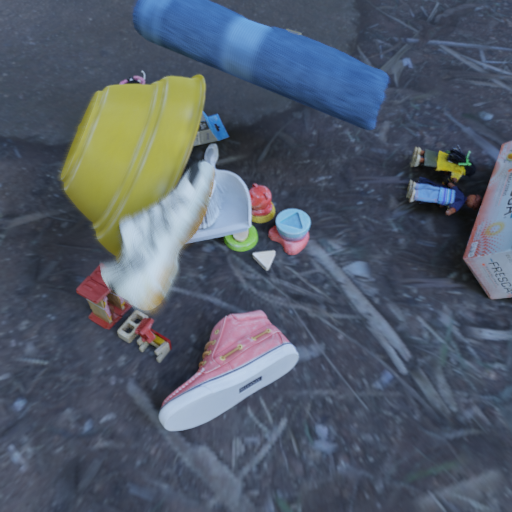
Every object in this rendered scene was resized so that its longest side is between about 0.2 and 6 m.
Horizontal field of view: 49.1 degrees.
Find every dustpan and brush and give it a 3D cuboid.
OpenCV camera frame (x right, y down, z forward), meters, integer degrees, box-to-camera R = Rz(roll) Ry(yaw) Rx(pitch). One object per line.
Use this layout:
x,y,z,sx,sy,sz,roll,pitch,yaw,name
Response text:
-1.047,-1.522,12.427,2.051,0.841,2.939,-11,35,13,dustpan and brush

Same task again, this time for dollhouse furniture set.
-2.338,1.047,10.425,1.853,0.997,0.754,26,56,20,dollhouse furniture set

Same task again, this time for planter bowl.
-2.382,-1.785,9.748,1.515,3.636,3.636,22,48,-23,planter bowl

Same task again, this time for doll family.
4.289,-1.720,12.693,1.485,1.008,2.570,15,58,6,doll family

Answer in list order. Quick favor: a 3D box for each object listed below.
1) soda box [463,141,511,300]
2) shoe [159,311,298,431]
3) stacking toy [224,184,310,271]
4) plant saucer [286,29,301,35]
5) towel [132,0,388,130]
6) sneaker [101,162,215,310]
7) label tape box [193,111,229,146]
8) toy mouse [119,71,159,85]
5.563,-0.958,11.540,1.325,1.231,3.874,-15,35,48,soda box
-0.653,1.931,9.810,2.679,0.957,1.218,-24,54,-24,shoe
0.196,-0.676,11.949,1.739,0.735,1.575,34,59,24,stacking toy
0.617,-4.701,12.931,1.010,0.245,1.010,-50,30,10,plant saucer
0.246,-3.845,10.851,4.835,1.173,2.699,24,17,5,towel
-1.437,-0.422,8.083,1.023,0.883,2.335,27,87,6,sneaker
-1.539,-3.301,14.188,1.454,0.481,1.042,-16,53,-10,label tape box
-3.216,-4.204,14.941,1.860,0.405,2.092,-16,53,-13,toy mouse
